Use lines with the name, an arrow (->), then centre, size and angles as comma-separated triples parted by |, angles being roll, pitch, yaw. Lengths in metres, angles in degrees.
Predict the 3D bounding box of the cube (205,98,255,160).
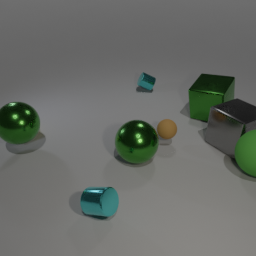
cube -> 3.719, -0.015, 9.620 | 1.400, 1.400, 1.400 | -17, 35, -28

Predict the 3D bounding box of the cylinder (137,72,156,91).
cylinder -> 0.917, -2.318, 13.936 | 0.700, 0.700, 0.700 | 22, 26, -16

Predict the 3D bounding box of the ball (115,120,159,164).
ball -> 0.278, 0.436, 8.890 | 1.400, 1.400, 1.400 | 0, 30, 0

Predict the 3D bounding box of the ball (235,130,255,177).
ball -> 3.877, 0.737, 8.225 | 1.400, 1.400, 1.400 | 0, 30, 0

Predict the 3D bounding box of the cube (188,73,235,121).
cube -> 3.394, -1.211, 11.328 | 1.400, 1.400, 1.400 | 14, 45, 32

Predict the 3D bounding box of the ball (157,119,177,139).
ball -> 1.344, 0.039, 9.661 | 0.700, 0.700, 0.700 | 0, 30, 0

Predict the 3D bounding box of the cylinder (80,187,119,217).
cylinder -> -0.704, 1.820, 6.981 | 0.700, 0.700, 0.700 | -8, 21, 36

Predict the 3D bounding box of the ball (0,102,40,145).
ball -> -3.587, -0.158, 9.125 | 1.400, 1.400, 1.400 | 0, 30, 0
